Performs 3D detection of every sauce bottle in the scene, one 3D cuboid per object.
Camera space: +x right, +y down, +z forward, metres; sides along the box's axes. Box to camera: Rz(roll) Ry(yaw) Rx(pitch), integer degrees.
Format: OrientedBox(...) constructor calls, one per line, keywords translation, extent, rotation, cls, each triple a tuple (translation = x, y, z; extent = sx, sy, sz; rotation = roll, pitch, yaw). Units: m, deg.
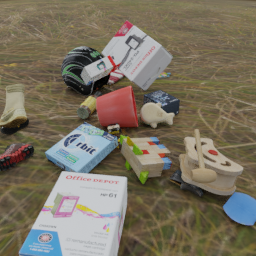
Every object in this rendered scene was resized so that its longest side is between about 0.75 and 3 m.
OrientedBox(translation=(-1.586, -1.040, 12.106), extent=(0.606, 0.606, 1.872), rotation=(8, 30, 13), cls="sauce bottle")

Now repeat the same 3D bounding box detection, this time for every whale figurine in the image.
OrientedBox(translation=(1.128, -0.465, 11.103), extent=(1.345, 0.698, 1.070), rotation=(13, 75, -2), cls="whale figurine")

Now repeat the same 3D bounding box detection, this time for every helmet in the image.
OrientedBox(translation=(-2.149, -2.813, 13.645), extent=(2.178, 2.285, 2.285), rotation=(30, 39, 13), cls="helmet")

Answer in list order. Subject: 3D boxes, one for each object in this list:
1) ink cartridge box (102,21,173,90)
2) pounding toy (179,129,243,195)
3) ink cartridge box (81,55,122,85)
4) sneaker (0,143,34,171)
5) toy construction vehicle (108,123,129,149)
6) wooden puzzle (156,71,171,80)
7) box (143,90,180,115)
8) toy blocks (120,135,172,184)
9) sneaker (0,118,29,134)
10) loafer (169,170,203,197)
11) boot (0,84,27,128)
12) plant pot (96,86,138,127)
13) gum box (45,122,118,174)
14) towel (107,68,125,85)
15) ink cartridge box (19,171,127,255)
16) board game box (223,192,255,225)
OrientedBox(translation=(0.363, -3.371, 12.971), extent=(1.156, 2.013, 2.772), rotation=(27, 17, -53), cls="ink cartridge box")
OrientedBox(translation=(2.377, 0.809, 7.824), extent=(1.504, 1.509, 2.631), rotation=(12, 21, 1), cls="pounding toy")
OrientedBox(translation=(-0.845, -1.868, 8.847), extent=(1.191, 0.401, 0.692), rotation=(-32, 1, -23), cls="ink cartridge box")
OrientedBox(translation=(-3.792, 0.898, 9.032), extent=(0.706, 0.510, 1.444), rotation=(21, 35, 29), cls="sneaker")
OrientedBox(translation=(-0.572, 0.370, 10.000), extent=(1.197, 0.422, 1.042), rotation=(-14, 43, -1), cls="toy construction vehicle")
OrientedBox(translation=(1.709, -2.967, 15.636), extent=(1.510, 0.106, 0.896), rotation=(-15, 35, -23), cls="wooden puzzle")
OrientedBox(translation=(1.406, -1.011, 11.932), extent=(0.957, 0.690, 1.289), rotation=(-20, 37, -29), cls="box")
OrientedBox(translation=(0.689, 0.881, 8.836), extent=(1.344, 0.982, 1.966), rotation=(-1, 28, -24), cls="toy blocks")
OrientedBox(translation=(-4.442, -0.100, 10.794), extent=(0.535, 0.416, 1.189), rotation=(13, 30, 34), cls="sneaker")
OrientedBox(translation=(1.658, 1.651, 8.007), extent=(0.401, 0.404, 1.109), rotation=(-35, 39, -18), cls="loafer")
OrientedBox(translation=(-3.311, -0.598, 7.922), extent=(0.500, 1.068, 1.374), rotation=(3, -13, -44), cls="boot")
OrientedBox(translation=(-0.421, -0.731, 10.815), extent=(1.413, 1.596, 1.596), rotation=(-8, 31, 6), cls="plant pot")
OrientedBox(translation=(-1.499, 0.678, 9.198), extent=(1.553, 0.407, 1.827), rotation=(23, 48, 33), cls="gum box")
OrientedBox(translation=(-1.001, -3.011, 15.593), extent=(1.636, 0.258, 2.272), rotation=(18, 38, 23), cls="towel")
OrientedBox(translation=(-1.052, 2.191, 6.434), extent=(1.774, 1.039, 2.455), rotation=(4, 31, 7), cls="ink cartridge box")
OrientedBox(translation=(2.984, 2.155, 7.325), extent=(0.803, 0.198, 1.017), rotation=(31, 46, 31), cls="board game box")
